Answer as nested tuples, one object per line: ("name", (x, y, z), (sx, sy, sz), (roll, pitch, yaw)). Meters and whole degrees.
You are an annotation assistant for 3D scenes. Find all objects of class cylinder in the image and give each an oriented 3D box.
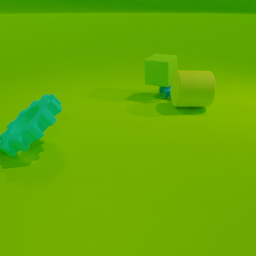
("cylinder", (2.302, -1.409, 10.087), (1.285, 1.285, 1.285), (0, 25, -5))

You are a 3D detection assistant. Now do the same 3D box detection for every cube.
("cube", (1.310, -2.302, 11.105), (1.002, 1.002, 1.002), (12, 33, 26))

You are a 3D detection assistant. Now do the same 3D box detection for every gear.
("gear", (2.071, -1.637, 11.502), (1.559, 0.288, 1.559), (0, 39, 0))
("gear", (-2.558, -0.113, 7.294), (1.891, 0.350, 1.891), (-29, 31, 19))
